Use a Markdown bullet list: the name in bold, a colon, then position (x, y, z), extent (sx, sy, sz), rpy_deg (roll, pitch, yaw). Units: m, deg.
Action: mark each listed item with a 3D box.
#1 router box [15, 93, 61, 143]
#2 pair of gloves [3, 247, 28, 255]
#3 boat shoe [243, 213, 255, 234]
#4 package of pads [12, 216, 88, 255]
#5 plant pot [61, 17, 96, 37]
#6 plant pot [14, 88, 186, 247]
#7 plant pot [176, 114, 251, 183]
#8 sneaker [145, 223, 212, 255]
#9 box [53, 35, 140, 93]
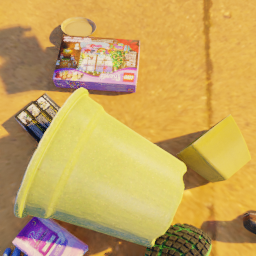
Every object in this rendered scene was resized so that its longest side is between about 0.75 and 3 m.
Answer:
- **router box**: position (-2.093, -0.119, 7.333), extent (1.408, 0.359, 1.050), rpy_deg (42, 72, 17)
- **pair of gloves**: position (-3.198, 3.425, 5.806), extent (2.477, 0.282, 1.992), rpy_deg (8, 66, 4)
- **boat shoe**: position (3.556, 2.071, 6.208), extent (2.037, 0.771, 0.752), rpy_deg (11, 61, -4)
- **package of pads**: position (-1.643, 2.531, 6.040), extent (1.420, 0.537, 0.856), rpy_deg (31, 62, 13)
- **plant pot**: position (-1.518, -3.084, 8.668), extent (1.071, 0.147, 1.071), rpy_deg (3, 51, -4)
- **plant pot**: position (-0.360, 1.004, 5.764), extent (2.613, 2.843, 2.843), rpy_deg (25, 68, -2)
- **plant pot**: position (2.086, 0.602, 6.628), extent (1.233, 1.233, 1.087), rpy_deg (-35, 82, -14)
- **sneaker**: position (0.674, 3.053, 5.648), extent (2.779, 1.184, 1.084), rpy_deg (-35, 40, -28)
- **box**: position (-0.848, -1.868, 8.058), extent (2.308, 0.451, 1.579), rpy_deg (4, 66, 2)
